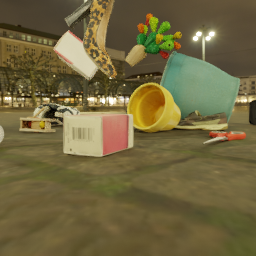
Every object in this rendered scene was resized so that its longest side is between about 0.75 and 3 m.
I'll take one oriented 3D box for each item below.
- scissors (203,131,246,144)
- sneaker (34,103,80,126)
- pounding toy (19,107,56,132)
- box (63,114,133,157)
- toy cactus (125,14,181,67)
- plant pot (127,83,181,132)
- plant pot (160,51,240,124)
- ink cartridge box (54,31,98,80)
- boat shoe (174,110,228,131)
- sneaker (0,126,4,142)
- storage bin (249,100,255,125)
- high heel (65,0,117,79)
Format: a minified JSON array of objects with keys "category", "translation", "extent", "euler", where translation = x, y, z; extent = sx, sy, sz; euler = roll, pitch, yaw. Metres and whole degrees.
[{"category":"scissors","translation":[2.279,0.214,6.495],"extent":[0.900,0.171,2.461],"euler":[4,4,20]},{"category":"sneaker","translation":[-3.533,-0.622,12.083],"extent":[2.520,1.006,1.640],"euler":[14,2,29]},{"category":"pounding toy","translation":[-2.943,-0.290,8.898],"extent":[1.447,0.830,0.828],"euler":[3,1,39]},{"category":"box","translation":[-0.485,0.081,4.995],"extent":[0.769,0.655,1.203],"euler":[2,5,24]},{"category":"toy cactus","translation":[0.777,-3.043,10.275],"extent":[1.245,2.010,2.435],"euler":[37,13,-49]},{"category":"plant pot","translation":[0.953,-0.528,9.031],"extent":[1.488,1.488,1.400],"euler":[3,-10,38]},{"category":"plant pot","translation":[2.763,-1.274,11.034],"extent":[2.711,2.885,2.885],"euler":[17,8,13]},{"category":"ink cartridge box","translation":[-2.117,-3.051,12.232],"extent":[1.803,1.019,2.461],"euler":[36,1,-11]},{"category":"boat shoe","translation":[2.405,-0.277,9.764],"extent":[2.060,0.677,0.736],"euler":[2,5,29]},{"category":"sneaker","translation":[-3.404,0.082,5.619],"extent":[1.624,0.610,0.933],"euler":[4,1,-29]},{"category":"storage bin","translation":[6.215,-0.668,12.134],"extent":[1.649,1.115,0.773],"euler":[4,6,44]},{"category":"high heel","translation":[-0.565,-2.758,8.140],"extent":[1.679,2.356,0.841],"euler":[-34,0,11]}]
